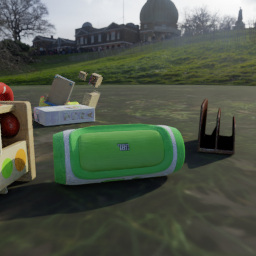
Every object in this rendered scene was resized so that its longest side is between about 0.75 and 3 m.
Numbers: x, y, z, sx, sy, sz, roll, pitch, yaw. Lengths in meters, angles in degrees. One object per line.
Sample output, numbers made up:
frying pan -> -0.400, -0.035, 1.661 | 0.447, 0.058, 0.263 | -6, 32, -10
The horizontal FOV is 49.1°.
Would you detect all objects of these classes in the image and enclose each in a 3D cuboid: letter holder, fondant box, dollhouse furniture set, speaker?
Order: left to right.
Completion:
fondant box -> -2.574, -0.552, 11.349 | 2.055, 0.598, 1.482 | -8, 14, -32
dollhouse furniture set -> -2.605, -1.920, 13.547 | 2.287, 2.159, 1.492 | 22, 13, 4
speaker -> -0.177, 0.462, 5.102 | 2.278, 1.007, 1.007 | -3, 11, -15
letter holder -> 2.416, -0.135, 7.493 | 0.882, 1.246, 1.753 | 4, 11, 19

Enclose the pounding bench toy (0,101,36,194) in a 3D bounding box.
pounding bench toy -> -2.953, 0.338, 4.536 | 2.330, 1.447, 1.817 | 1, 11, 7

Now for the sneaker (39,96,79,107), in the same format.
sneaker -> -3.454, -1.270, 14.129 | 2.097, 0.947, 0.819 | -7, 13, -33

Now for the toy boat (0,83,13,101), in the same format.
toy boat -> -5.268, -0.851, 11.298 | 1.707, 1.705, 2.612 | 29, 9, -8
